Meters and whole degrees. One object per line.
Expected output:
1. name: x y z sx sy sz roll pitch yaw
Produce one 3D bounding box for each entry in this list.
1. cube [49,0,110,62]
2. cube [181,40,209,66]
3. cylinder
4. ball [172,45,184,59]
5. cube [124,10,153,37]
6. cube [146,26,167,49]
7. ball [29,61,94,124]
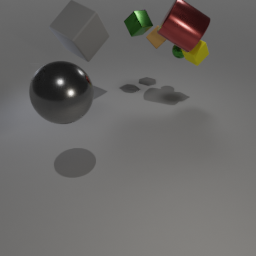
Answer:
1. cube: -1.823 -3.682 10.698 1.400 1.400 1.400 34 83 25
2. cube: 2.660 -3.038 11.080 0.700 0.700 0.700 -46 54 -1
3. cylinder: 1.987 -3.698 10.119 1.400 1.400 1.400 30 33 -8
4. ball: 2.260 -3.369 12.131 0.700 0.700 0.700 0 33 0
5. cube: 0.410 -4.094 10.963 0.700 0.700 0.700 -26 0 -41
6. cube: 1.311 -4.084 12.576 0.700 0.700 0.700 45 20 -11
7. ball: -1.469 -0.781 6.261 1.400 1.400 1.400 0 33 0
